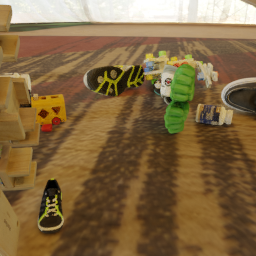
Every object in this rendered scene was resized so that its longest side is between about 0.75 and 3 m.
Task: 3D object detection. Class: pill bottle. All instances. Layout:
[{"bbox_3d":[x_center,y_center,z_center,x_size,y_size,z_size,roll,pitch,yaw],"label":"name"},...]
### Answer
[{"bbox_3d":[-4.013,-1.439,9.377,1.366,0.772,0.772,-5,25,-11],"label":"pill bottle"},{"bbox_3d":[2.249,-0.338,7.305,0.880,0.488,0.488,9,26,20],"label":"pill bottle"}]

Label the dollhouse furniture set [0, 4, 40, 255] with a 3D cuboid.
[{"bbox_3d":[-2.470,0.211,3.782,1.938,2.557,2.917,-2,52,-8],"label":"dollhouse furniture set"}]

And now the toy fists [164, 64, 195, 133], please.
[{"bbox_3d":[1.229,-0.657,6.586,0.576,1.674,0.853,18,31,16],"label":"toy fists"}]

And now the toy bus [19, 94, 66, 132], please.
[{"bbox_3d":[-2.332,-0.503,7.363,1.372,0.751,1.454,11,27,23],"label":"toy bus"}]

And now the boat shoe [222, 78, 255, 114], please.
[{"bbox_3d":[4.032,-0.655,7.573,2.872,1.004,0.951,14,26,12],"label":"boat shoe"}]

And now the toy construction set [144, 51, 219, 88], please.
[{"bbox_3d":[1.909,-2.229,10.480,2.812,1.295,1.844,7,0,-3],"label":"toy construction set"}]

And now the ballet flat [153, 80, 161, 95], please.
[{"bbox_3d":[1.028,-1.448,9.764,0.311,0.313,0.916,0,26,-9],"label":"ballet flat"}]

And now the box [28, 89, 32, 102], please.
[{"bbox_3d":[-3.644,-0.722,8.350,1.318,0.333,1.843,-5,24,-12],"label":"box"}]

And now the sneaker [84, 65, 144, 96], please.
[{"bbox_3d":[-0.563,-1.695,9.898,1.049,1.035,2.746,8,15,38],"label":"sneaker"}]

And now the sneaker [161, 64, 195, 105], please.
[{"bbox_3d":[1.476,-1.214,8.884,0.873,1.042,2.355,20,5,24],"label":"sneaker"}]

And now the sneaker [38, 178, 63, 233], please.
[{"bbox_3d":[-1.179,1.122,4.209,0.363,0.419,1.011,-6,25,-13],"label":"sneaker"}]
